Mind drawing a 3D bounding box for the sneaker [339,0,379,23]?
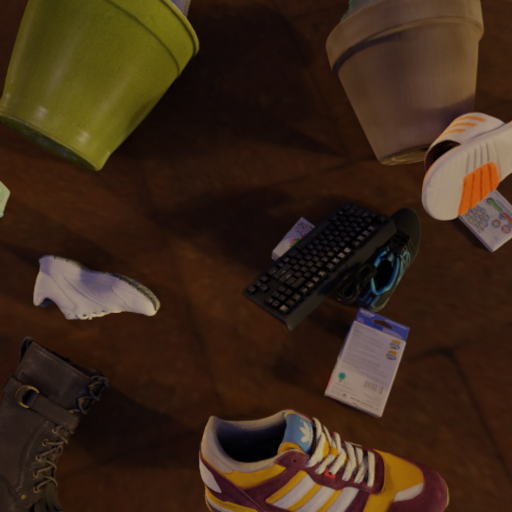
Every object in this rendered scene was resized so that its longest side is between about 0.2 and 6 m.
[{"bbox_3d":[1.953,-4.607,11.010,2.113,0.786,0.925,-39,64,-24],"label":"sneaker"}]

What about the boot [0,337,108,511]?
[{"bbox_3d":[-2.986,2.750,8.142,2.816,0.975,2.452,32,74,13],"label":"boot"}]

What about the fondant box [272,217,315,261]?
[{"bbox_3d":[0.961,0.017,9.467,1.146,0.334,0.827,37,73,11],"label":"fondant box"}]

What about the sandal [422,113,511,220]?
[{"bbox_3d":[3.390,-1.610,8.558,3.294,1.262,0.944,-28,49,-29],"label":"sandal"}]

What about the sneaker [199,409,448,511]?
[{"bbox_3d":[0.890,2.882,7.515,3.377,1.522,1.266,-1,29,5],"label":"sneaker"}]

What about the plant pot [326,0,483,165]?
[{"bbox_3d":[2.680,-2.843,9.581,2.593,2.593,2.250,-10,87,-4],"label":"plant pot"}]

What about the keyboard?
[{"bbox_3d":[1.133,0.111,8.730,2.557,0.328,1.535,-40,52,-22],"label":"keyboard"}]

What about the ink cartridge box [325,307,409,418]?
[{"bbox_3d":[1.769,1.677,8.884,0.901,0.317,1.510,22,74,8],"label":"ink cartridge box"}]

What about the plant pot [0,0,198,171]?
[{"bbox_3d":[-2.889,-3.067,9.487,2.876,2.876,2.769,25,83,9],"label":"plant pot"}]

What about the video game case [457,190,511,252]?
[{"bbox_3d":[4.123,-0.668,9.832,0.870,0.113,0.956,-35,74,-12],"label":"video game case"}]

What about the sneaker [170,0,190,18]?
[{"bbox_3d":[-1.787,-5.174,11.090,0.906,0.818,2.212,7,70,-2],"label":"sneaker"}]

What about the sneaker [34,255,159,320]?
[{"bbox_3d":[-2.603,0.663,9.109,2.154,0.802,0.938,14,82,12],"label":"sneaker"}]

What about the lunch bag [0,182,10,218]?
[{"bbox_3d":[-4.919,-1.193,9.167,1.378,1.719,0.662,14,75,3],"label":"lunch bag"}]

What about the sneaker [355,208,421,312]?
[{"bbox_3d":[2.281,-0.004,9.225,0.720,0.806,1.967,24,71,8],"label":"sneaker"}]
